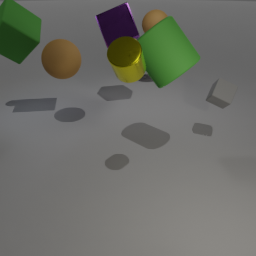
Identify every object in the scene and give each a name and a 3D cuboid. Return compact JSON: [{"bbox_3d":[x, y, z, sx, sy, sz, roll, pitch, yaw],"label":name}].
[{"bbox_3d":[-0.015,-1.386,5.753,0.700,0.700,0.700,7,-15,13],"label":"cylinder"},{"bbox_3d":[-2.374,-2.455,10.022,1.400,1.400,1.400,0,28,0],"label":"ball"},{"bbox_3d":[3.220,-1.183,9.649,0.700,0.700,0.700,26,-10,2],"label":"cube"},{"bbox_3d":[-0.373,-4.189,11.831,1.400,1.400,1.400,-20,7,8],"label":"cube"},{"bbox_3d":[1.013,-2.051,7.677,1.400,1.400,1.400,-37,7,5],"label":"cylinder"},{"bbox_3d":[-4.165,-3.507,10.211,1.400,1.400,1.400,26,43,-41],"label":"cube"},{"bbox_3d":[1.406,-5.245,14.177,1.400,1.400,1.400,0,28,0],"label":"ball"}]
